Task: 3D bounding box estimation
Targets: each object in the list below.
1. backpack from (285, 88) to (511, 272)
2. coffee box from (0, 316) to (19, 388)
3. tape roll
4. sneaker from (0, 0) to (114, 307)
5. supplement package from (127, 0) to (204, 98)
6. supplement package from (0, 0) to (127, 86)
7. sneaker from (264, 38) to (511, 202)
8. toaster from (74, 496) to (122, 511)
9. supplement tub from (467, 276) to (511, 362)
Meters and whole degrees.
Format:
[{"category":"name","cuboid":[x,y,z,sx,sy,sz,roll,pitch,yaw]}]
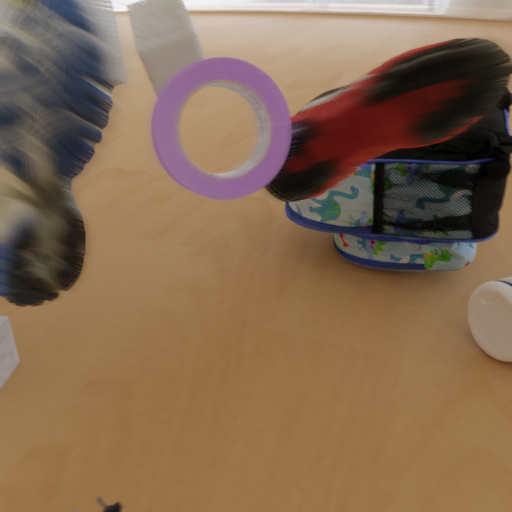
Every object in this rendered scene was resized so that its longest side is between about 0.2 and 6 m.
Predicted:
[{"category":"backpack","cuboid":[2.266,-1.336,9.505,3.551,2.610,3.250,7,33,19]},{"category":"coffee box","cuboid":[-3.535,1.241,6.981,0.736,0.744,0.743,3,30,6]},{"category":"tape roll","cuboid":[-0.348,-1.252,5.586,1.347,1.347,0.442,-9,14,-15]},{"category":"sneaker","cuboid":[-2.720,-1.229,6.282,1.501,3.524,1.358,29,23,30]},{"category":"supplement package","cuboid":[-1.321,-3.203,8.432,0.865,0.862,1.475,-19,51,0]},{"category":"supplement package","cuboid":[-2.877,-2.741,7.137,1.350,1.360,1.792,2,17,39]},{"category":"sneaker","cuboid":[1.336,-1.577,6.238,2.805,0.991,1.370,-23,17,25]},{"category":"toaster","cuboid":[-0.918,2.998,2.197,2.241,1.971,3.469,-21,60,-26]},{"category":"supplement tub","cuboid":[3.752,0.744,7.507,1.488,1.074,1.074,-11,32,-19]}]
